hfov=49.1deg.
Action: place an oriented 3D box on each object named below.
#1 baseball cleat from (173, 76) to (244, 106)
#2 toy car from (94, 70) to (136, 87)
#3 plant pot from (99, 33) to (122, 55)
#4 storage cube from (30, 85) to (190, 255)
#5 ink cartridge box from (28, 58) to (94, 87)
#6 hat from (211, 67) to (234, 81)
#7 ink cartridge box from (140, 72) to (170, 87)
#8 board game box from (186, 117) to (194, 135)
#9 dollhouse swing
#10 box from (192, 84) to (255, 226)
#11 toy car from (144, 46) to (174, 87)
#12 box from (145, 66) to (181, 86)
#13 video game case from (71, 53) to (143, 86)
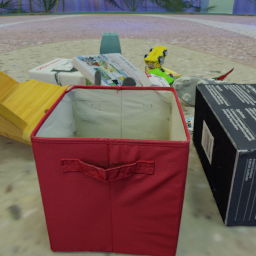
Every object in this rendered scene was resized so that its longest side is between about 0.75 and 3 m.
[{"bbox_3d":[2.848,-1.131,9.114,2.719,0.948,1.447,16,21,14],"label":"baseball cleat"},{"bbox_3d":[-0.291,-0.299,6.144,1.545,1.881,1.484,14,30,26],"label":"toy car"},{"bbox_3d":[-0.816,-3.583,13.024,1.090,1.543,1.091,-2,28,-3],"label":"plant pot"},{"bbox_3d":[-0.178,0.565,4.363,1.868,1.965,2.186,1,28,3],"label":"storage cube"},{"bbox_3d":[-1.649,-1.536,9.426,2.664,1.107,1.953,8,28,15],"label":"ink cartridge box"},{"bbox_3d":[2.977,-1.706,9.664,1.386,1.220,1.148,16,31,28],"label":"hat"},{"bbox_3d":[0.836,-1.302,8.424,0.821,0.340,0.602,9,41,-36],"label":"ink cartridge box"},{"bbox_3d":[1.762,-0.065,7.616,0.515,0.141,0.817,14,30,26],"label":"board game box"},{"bbox_3d":[-2.881,-0.999,6.550,2.776,2.441,2.523,15,54,26],"label":"dollhouse swing"},{"bbox_3d":[2.839,0.274,5.355,2.643,1.511,2.902,-2,27,2],"label":"box"},{"bbox_3d":[0.802,-2.056,10.757,2.881,0.643,2.711,-26,43,-14],"label":"toy car"},{"bbox_3d":[1.375,-2.137,11.369,0.668,0.445,1.774,-12,29,-22],"label":"box"},{"bbox_3d":[-0.013,-1.261,8.160,2.584,0.284,2.355,43,32,12],"label":"video game case"}]
